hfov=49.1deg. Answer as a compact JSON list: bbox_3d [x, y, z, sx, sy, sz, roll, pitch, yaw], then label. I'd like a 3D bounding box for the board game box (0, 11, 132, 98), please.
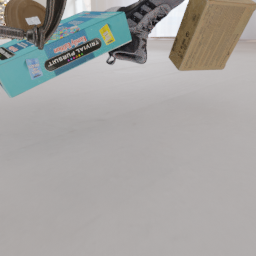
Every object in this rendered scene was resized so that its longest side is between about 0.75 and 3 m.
[{"bbox_3d":[-1.688,-1.834,6.367,2.849,0.669,2.151,-31,34,-19],"label":"board game box"}]

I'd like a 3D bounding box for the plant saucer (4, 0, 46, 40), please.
[{"bbox_3d":[-2.558,-2.771,8.177,0.328,2.227,2.227,-19,12,28],"label":"plant saucer"}]

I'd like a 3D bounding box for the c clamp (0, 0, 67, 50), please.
[{"bbox_3d":[-1.680,-1.386,3.190,1.985,1.696,0.269,1,24,-8],"label":"c clamp"}]

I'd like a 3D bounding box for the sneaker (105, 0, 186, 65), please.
[{"bbox_3d":[0.486,-2.588,7.192,2.763,1.572,1.043,-19,-16,23],"label":"sneaker"}]

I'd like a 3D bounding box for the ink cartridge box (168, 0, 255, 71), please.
[{"bbox_3d":[2.481,-2.892,8.512,1.849,2.245,0.843,-7,47,-25],"label":"ink cartridge box"}]
